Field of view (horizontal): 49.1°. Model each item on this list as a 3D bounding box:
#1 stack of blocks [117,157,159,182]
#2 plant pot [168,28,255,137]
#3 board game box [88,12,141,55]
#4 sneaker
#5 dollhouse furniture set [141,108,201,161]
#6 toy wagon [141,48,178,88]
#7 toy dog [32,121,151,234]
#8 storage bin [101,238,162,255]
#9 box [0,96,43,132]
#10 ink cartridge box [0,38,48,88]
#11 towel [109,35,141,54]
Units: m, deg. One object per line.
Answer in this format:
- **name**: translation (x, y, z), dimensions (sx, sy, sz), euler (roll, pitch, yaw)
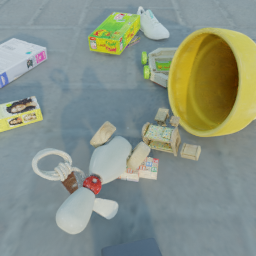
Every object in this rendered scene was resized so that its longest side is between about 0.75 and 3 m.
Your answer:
- **stack of blocks**: translation (0.215, 0.964, 6.662), dimensions (0.975, 0.286, 0.562), euler (7, 44, 7)
- **plant pot**: translation (2.817, -1.165, 7.482), dimensions (2.504, 2.661, 2.661), euler (-4, 40, -28)
- **board game box**: translation (-0.478, -3.902, 11.377), dimensions (1.272, 0.596, 2.505), euler (12, 45, 17)
- **sneaker**: translation (0.981, -4.566, 12.091), dimensions (0.819, 0.963, 2.176), euler (-23, 48, -25)
- **dollhouse furniture set**: translation (1.185, -0.004, 6.898), dimensions (1.323, 0.735, 1.170), euler (10, 58, 27)
- **toy wagon**: translation (1.606, -1.972, 9.623), dimensions (2.174, 0.554, 2.803), euler (-1, 44, -1)
- **toy dog**: translation (-0.662, 1.006, 5.793), dimensions (2.566, 1.236, 1.692), euler (-28, 70, -39)
- **storage bin**: translation (0.084, 2.407, 4.767), dimensions (1.263, 0.919, 0.848), euler (-9, 33, -9)
- **box**: translation (-3.441, -0.321, 7.911), dimensions (1.870, 0.469, 0.704), euler (-20, 46, -19)
- **ink cartridge box**: translation (-4.426, -2.289, 9.947), dimensions (1.663, 0.585, 2.786), euler (20, 44, 21)
- **towel**: translation (-0.451, -3.625, 11.649), dimensions (1.709, 0.195, 1.227), euler (-32, 53, -30)
